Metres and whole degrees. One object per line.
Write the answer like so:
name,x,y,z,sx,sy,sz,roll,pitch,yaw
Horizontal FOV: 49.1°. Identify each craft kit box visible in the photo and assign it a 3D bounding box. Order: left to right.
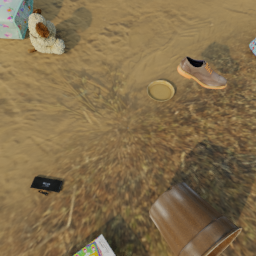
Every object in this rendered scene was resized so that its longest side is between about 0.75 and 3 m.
craft kit box,-0.894,4.057,6.707,2.046,0.503,2.072,-34,63,-17

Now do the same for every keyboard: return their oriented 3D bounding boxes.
keyboard,-2.463,1.767,8.387,0.897,0.115,0.539,8,51,6

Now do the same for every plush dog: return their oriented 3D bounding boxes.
plush dog,-3.485,-3.810,11.122,1.454,1.556,1.812,-23,60,-14

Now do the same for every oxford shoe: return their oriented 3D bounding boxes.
oxford shoe,2.515,-1.804,9.164,1.733,0.632,0.618,20,55,-4

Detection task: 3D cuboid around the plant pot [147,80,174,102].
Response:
plant pot,1.205,-1.352,10.385,1.013,0.139,1.013,0,56,0

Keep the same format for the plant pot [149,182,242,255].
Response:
plant pot,1.571,2.443,7.092,1.775,1.775,1.757,-30,54,-18

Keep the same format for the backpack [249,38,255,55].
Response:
backpack,5.756,-3.447,11.234,1.479,0.995,1.350,-12,57,-4

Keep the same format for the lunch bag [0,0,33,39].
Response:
lunch bag,-5.241,-5.012,12.036,1.913,1.369,2.246,3,63,3
